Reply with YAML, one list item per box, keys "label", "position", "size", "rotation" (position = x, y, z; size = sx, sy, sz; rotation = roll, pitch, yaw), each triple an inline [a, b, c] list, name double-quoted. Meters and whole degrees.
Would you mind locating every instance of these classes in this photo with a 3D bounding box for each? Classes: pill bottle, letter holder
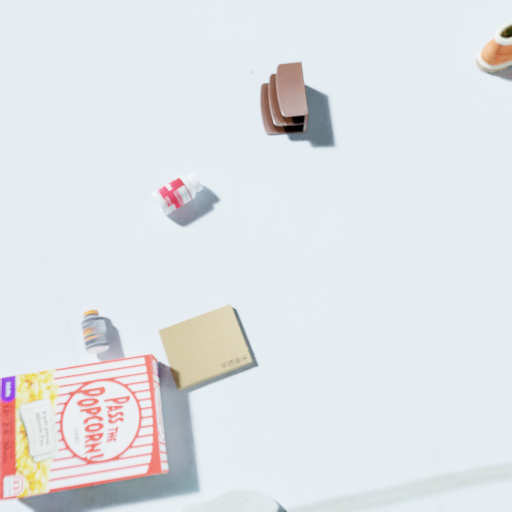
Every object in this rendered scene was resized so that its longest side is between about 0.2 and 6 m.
- label: "pill bottle"
  position: [-1.582, -1.272, 11.296]
  size: [0.947, 0.532, 0.532]
  rotation: [-33, 72, -12]
- label: "pill bottle"
  position: [-2.992, 1.388, 10.335]
  size: [0.409, 0.409, 0.771]
  rotation: [-16, 68, -6]
- label: "letter holder"
  position: [0.560, -3.370, 12.031]
  size: [0.970, 0.686, 1.364]
  rotation: [-5, 69, 0]

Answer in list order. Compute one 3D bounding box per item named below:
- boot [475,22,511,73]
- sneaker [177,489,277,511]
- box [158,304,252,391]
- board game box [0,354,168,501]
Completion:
- label: "boot"
  position: [5.935, -4.801, 12.399]
  size: [1.953, 1.047, 0.733]
  rotation: [-24, 69, -10]
- label: "sneaker"
  position: [-0.511, 4.483, 9.150]
  size: [1.739, 0.640, 1.025]
  rotation: [-2, 108, -23]
- label: "box"
  position: [-0.952, 1.669, 10.365]
  size: [1.459, 0.155, 1.193]
  rotation: [-20, 70, -7]
- label: "board game box"
  position: [-2.957, 2.911, 9.633]
  size: [2.656, 0.615, 2.012]
  rotation: [-9, 69, -4]
